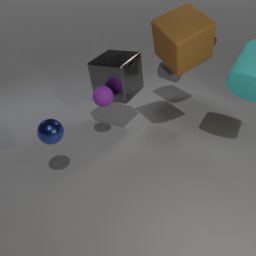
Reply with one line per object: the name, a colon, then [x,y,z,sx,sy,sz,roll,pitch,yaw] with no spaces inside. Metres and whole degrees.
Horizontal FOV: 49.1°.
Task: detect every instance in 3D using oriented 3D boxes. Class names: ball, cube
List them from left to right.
ball: [-2.066,0.096,7.476,0.700,0.700,0.700,0,31,0]
ball: [-0.840,-1.064,9.419,0.700,0.700,0.700,0,31,0]
cube: [-0.397,-1.878,10.073,1.400,1.400,1.400,12,39,27]
cube: [1.733,-2.800,8.866,1.400,1.400,1.400,-30,58,-8]

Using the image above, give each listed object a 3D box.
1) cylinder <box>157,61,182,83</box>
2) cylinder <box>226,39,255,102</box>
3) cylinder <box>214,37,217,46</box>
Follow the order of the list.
cylinder: [1.549,-2.097,10.232,0.700,0.700,0.700,26,40,30]
cylinder: [3.974,-1.753,8.625,1.400,1.400,1.400,23,72,33]
cylinder: [2.470,-3.515,10.889,1.400,1.400,1.400,-22,75,-32]
